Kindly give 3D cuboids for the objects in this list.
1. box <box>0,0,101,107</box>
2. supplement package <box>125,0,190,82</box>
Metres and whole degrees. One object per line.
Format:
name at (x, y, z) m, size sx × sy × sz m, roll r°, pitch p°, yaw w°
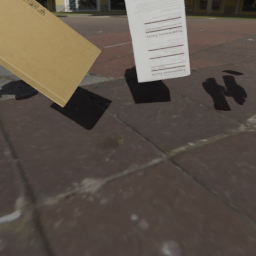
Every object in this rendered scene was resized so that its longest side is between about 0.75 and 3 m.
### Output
box at (-1.697, -1.580, 5.188) m, size 2.137 × 0.227 × 1.747 m, roll 35°, pitch 48°, yaw -15°
supplement package at (0.805, -2.773, 7.614) m, size 1.433 × 2.617 × 1.489 m, roll -7°, pitch 26°, yaw 9°
